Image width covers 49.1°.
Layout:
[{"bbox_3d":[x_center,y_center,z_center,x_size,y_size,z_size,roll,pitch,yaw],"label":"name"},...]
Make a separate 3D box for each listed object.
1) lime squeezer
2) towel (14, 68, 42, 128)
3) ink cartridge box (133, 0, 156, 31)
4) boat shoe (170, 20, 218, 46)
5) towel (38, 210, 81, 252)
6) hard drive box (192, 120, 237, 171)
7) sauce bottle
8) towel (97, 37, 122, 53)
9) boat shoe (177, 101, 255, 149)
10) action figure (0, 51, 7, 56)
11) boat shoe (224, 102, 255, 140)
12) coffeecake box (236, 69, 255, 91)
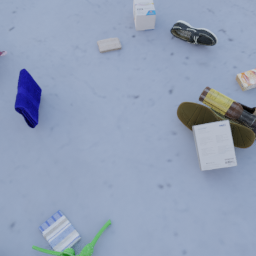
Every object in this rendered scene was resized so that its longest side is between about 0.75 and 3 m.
[{"bbox_3d":[-1.515,3.356,7.963,2.344,0.442,0.828,-16,66,-10],"label":"lime squeezer"},{"bbox_3d":[-3.430,-1.042,9.796,0.439,1.308,1.771,-10,58,3],"label":"towel"},{"bbox_3d":[0.710,-5.035,12.350,0.848,0.844,1.156,-4,61,-2],"label":"ink cartridge box"},{"bbox_3d":[2.742,-3.859,11.803,2.056,0.777,0.620,30,64,29],"label":"boat shoe"},{"bbox_3d":[-2.030,3.108,8.290,0.834,0.135,1.135,-38,67,-19],"label":"towel"},{"bbox_3d":[2.760,0.552,8.994,1.136,0.560,1.458,-10,88,10],"label":"hard drive box"},{"bbox_3d":[3.311,-0.700,9.363,1.895,0.613,0.613,34,67,15],"label":"sauce bottle"},{"bbox_3d":[-0.790,-3.536,11.918,0.977,0.168,0.648,-14,61,-7],"label":"towel"},{"bbox_3d":[3.001,-0.119,9.747,2.732,0.860,0.997,23,99,18],"label":"boat shoe"},{"bbox_3d":[-5.737,-2.409,11.063,1.203,1.337,1.796,-6,77,31],"label":"action figure"},{"bbox_3d":[4.324,-0.242,9.709,2.343,0.859,0.873,22,63,11],"label":"boat shoe"},{"bbox_3d":[4.741,-1.877,10.868,0.850,0.310,0.652,-17,62,-1],"label":"coffeecake box"}]
